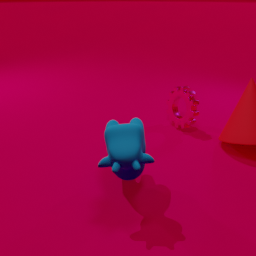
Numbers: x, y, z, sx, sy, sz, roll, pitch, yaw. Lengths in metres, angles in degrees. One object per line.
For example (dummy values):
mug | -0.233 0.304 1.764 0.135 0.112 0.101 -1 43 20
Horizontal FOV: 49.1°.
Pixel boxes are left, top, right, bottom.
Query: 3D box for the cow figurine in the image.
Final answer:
cow figurine | -0.025 0.486 5.027 0.892 1.626 1.600 -5 38 1

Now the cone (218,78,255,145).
cone | 3.006 -0.455 6.833 1.513 1.518 1.513 -2 6 0

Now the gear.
gear | 1.513 -0.578 7.855 0.216 1.169 1.169 -7 27 -29
